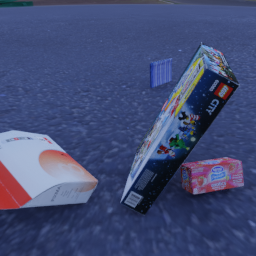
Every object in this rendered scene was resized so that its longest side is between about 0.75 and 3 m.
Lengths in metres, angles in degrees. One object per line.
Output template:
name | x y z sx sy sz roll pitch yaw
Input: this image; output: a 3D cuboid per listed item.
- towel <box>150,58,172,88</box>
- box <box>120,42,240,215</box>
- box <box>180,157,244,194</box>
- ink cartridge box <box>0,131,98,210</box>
towel | 1.356 -2.228 11.310 0.165 1.002 1.383 20 33 40
box | 0.891 -0.031 5.436 0.559 2.966 2.026 28 29 -2
box | 1.753 0.984 5.902 1.162 0.555 0.579 -6 3 -12
ink cartridge box | -2.019 0.631 5.197 1.988 0.615 2.451 34 7 33
